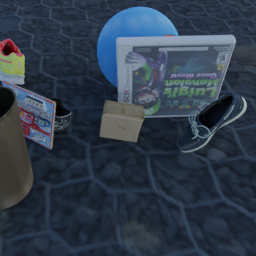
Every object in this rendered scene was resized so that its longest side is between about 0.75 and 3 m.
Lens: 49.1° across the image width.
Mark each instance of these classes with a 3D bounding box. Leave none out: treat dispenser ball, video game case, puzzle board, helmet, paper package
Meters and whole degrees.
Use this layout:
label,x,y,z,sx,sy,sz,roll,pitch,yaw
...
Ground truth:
label,x,y,z,sx,sy,sz,roll,pitch,yaw
treat dispenser ball,0.344,-2.425,8.954,2.658,2.658,2.658,0,48,0
video game case,1.189,-1.314,7.919,2.980,2.709,0.348,-2,49,-2
puzzle board,-2.892,-0.370,7.952,1.943,1.464,0.169,23,29,19
helmet,-2.193,-0.340,8.256,0.961,0.917,0.961,-33,13,9
paper package,-0.182,-0.162,7.664,1.090,1.039,0.564,9,50,-4

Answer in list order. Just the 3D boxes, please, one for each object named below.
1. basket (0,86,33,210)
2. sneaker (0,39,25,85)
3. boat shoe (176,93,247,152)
label,x,y,z,sx,sy,sz,roll,pitch,yaw
basket,-3.220,0.598,6.288,2.240,2.485,1.690,-21,45,-16
sneaker,-4.345,-2.596,9.846,2.760,1.246,1.078,37,29,30
boat shoe,2.035,-0.113,7.340,0.678,2.192,0.821,16,47,-42
